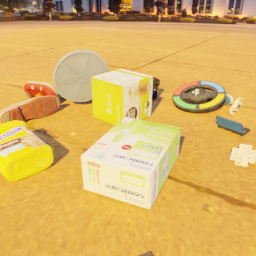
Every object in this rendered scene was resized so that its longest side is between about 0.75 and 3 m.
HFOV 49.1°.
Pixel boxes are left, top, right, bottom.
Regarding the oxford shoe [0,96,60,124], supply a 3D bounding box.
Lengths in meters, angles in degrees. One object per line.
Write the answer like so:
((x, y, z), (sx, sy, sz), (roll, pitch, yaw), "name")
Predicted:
((-4.360, -0.907, 12.304), (2.791, 0.988, 1.030), (-21, 31, -36), "oxford shoe")

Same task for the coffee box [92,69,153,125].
((-0.254, -1.326, 12.083), (1.888, 1.885, 1.867), (22, 34, 37), "coffee box")

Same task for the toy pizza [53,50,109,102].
((-2.156, -2.376, 12.903), (2.574, 2.574, 0.408), (-9, 36, -17), "toy pizza")

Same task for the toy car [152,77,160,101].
((0.346, -1.968, 14.278), (2.614, 1.282, 0.870), (-2, -6, -18), "toy car")

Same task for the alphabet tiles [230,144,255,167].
((3.782, 0.890, 9.177), (0.782, 0.058, 0.799), (8, 61, 35), "alphabet tiles")

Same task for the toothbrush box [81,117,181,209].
((0.220, 0.866, 8.481), (2.058, 1.217, 2.827), (12, 30, 23), "toothbrush box")

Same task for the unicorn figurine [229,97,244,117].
((4.902, -0.941, 12.796), (0.384, 1.039, 0.713), (18, 4, 40), "unicorn figurine")

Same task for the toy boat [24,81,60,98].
((-4.297, -1.523, 13.670), (1.813, 1.183, 1.185), (8, 58, 16), "toy boat")

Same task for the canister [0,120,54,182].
((-3.661, 0.681, 9.150), (1.678, 0.978, 2.259), (-22, 35, -37), "canister")

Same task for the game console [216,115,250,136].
((4.209, -0.193, 11.198), (0.978, 0.678, 1.145), (-24, 36, -38), "game console")

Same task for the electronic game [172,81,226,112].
((3.395, -1.557, 13.471), (2.536, 0.528, 2.536), (-10, 38, 8), "electronic game")

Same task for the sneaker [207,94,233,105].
((4.365, -1.436, 13.769), (0.814, 0.562, 1.463), (-9, 23, -29), "sneaker")
